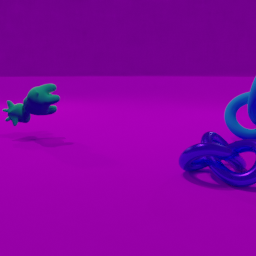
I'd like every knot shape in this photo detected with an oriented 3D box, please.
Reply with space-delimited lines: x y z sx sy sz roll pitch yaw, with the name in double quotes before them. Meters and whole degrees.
"knot shape" 1.467 0.437 4.092 1.240 0.573 1.160 -9 15 -39
"knot shape" 2.943 -0.558 6.012 1.621 1.517 0.749 -6 19 -1

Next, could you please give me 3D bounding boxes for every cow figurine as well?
"cow figurine" -2.211 -0.519 6.354 1.163 0.648 1.181 -15 -14 -26
